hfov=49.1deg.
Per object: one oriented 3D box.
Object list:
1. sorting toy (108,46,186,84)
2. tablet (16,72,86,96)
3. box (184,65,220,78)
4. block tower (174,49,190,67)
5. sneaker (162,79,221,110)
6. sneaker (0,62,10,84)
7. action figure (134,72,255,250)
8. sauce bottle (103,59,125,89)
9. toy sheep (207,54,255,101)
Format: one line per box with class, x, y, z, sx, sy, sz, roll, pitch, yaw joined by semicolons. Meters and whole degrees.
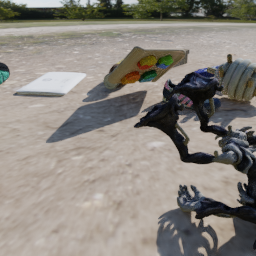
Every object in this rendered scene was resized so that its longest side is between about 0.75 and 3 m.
sorting toy;0.615;-1.914;8.991;2.030;0.370;1.879;-7;-19;-37
tablet;-2.814;-1.758;10.739;1.799;0.189;2.765;3;24;7
box;3.321;-2.179;10.853;1.957;0.317;1.185;-4;18;34
block tower;2.066;-3.356;13.649;0.669;0.716;2.477;21;33;38
sneaker;1.883;-1.026;8.419;1.834;0.752;0.643;12;29;26
sneaker;-5.562;-1.900;10.254;1.062;0.903;2.427;7;25;26
action figure;1.427;0.521;4.035;1.601;2.694;1.375;-45;7;-22
sauce bottle;-0.217;-2.101;10.700;0.871;0.871;2.691;6;25;13
toy sheep;3.488;-1.579;8.890;2.114;1.458;1.458;34;39;29
